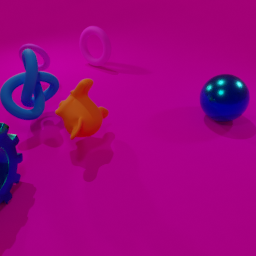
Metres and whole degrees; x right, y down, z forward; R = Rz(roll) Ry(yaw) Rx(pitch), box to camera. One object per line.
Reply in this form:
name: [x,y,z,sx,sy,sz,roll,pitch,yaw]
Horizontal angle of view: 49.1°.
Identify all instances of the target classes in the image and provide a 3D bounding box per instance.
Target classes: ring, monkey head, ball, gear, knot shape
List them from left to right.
gear: [-2.717,0.792,5.308,0.342,1.851,1.851,5,36,14]
knot shape: [-2.607,-1.104,7.812,0.868,1.878,1.757,10,-5,13]
ring: [-3.410,-2.558,10.227,1.158,1.158,0.232,6,53,9]
monkey head: [-1.042,-0.441,6.893,1.115,1.332,1.851,42,27,3]
ring: [-1.319,-3.252,11.206,1.567,1.567,0.313,22,34,28]
ball: [2.766,-0.863,8.070,1.376,1.376,1.376,0,36,0]
